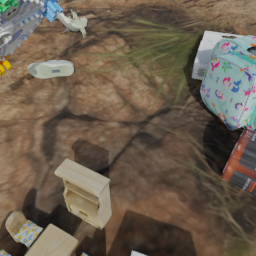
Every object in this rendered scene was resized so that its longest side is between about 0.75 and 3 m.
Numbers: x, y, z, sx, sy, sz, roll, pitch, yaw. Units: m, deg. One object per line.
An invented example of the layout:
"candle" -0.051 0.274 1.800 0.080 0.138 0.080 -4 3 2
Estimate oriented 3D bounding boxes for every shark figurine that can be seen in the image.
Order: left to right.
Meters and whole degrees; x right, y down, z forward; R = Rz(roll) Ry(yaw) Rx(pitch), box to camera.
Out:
"shark figurine" -2.737 -4.610 12.268 0.994 2.381 1.423 -21 71 32

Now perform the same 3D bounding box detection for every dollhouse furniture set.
"dollhouse furniture set" -1.375 2.071 5.421 2.089 1.584 2.384 22 50 20

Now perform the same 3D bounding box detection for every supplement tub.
"supplement tub" 3.653 1.156 6.438 2.668 1.427 1.427 27 52 23

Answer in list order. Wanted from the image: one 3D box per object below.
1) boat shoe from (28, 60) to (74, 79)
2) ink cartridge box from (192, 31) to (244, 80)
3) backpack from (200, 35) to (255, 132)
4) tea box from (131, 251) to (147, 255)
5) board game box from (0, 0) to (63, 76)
"boat shoe" -2.814 -2.206 10.365 1.659 0.579 0.591 -2 32 -4
"ink cartridge box" 3.886 -2.706 10.762 2.402 0.747 2.984 13 42 13
"backpack" 3.361 -1.361 8.219 2.028 2.391 2.693 -11 45 -16
"tea box" 0.530 3.257 4.599 1.628 1.106 1.655 15 48 13
"board game box" -2.730 -1.857 6.006 0.332 2.565 2.565 49 19 -8
